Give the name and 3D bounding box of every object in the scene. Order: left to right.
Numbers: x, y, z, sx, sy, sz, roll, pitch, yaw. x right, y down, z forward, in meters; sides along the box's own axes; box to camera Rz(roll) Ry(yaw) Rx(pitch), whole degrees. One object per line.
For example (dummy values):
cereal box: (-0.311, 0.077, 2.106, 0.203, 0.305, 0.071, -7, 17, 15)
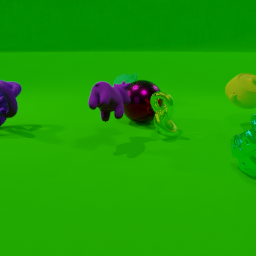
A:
knot shape: (-3.346, -0.716, 7.508, 0.704, 1.524, 1.426, 25, -23, -32)
cow figurine: (-0.391, -0.755, 6.423, 0.680, 1.219, 1.238, -12, -32, 25)
teapot: (-0.110, -1.645, 10.715, 1.045, 0.823, 1.680, 7, -16, -30)
ball: (0.409, -0.772, 8.245, 1.278, 1.278, 1.278, 0, 17, 0)
knot shape: (0.908, -0.392, 7.192, 0.559, 1.132, 1.209, -11, 20, 5)
teapot: (3.297, -1.068, 7.810, 1.745, 0.855, 1.085, -30, 62, -31)
monkey head: (2.370, 0.321, 4.977, 0.863, 1.030, 1.432, -20, 57, -2)
